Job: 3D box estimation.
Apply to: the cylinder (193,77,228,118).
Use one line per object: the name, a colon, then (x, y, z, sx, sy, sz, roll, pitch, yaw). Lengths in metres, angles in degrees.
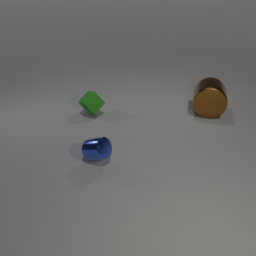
cylinder: (3.573, -1.329, 12.220, 1.400, 1.400, 1.400, 7, 30, 12)

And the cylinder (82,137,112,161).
cylinder: (-0.987, 0.665, 8.911, 0.700, 0.700, 0.700, -9, 20, 36)

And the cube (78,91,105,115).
cube: (-1.552, -1.085, 11.920, 0.700, 0.700, 0.700, -51, 31, -13)
